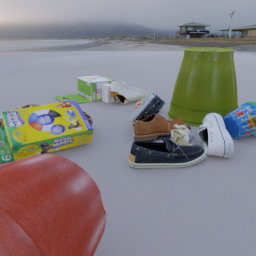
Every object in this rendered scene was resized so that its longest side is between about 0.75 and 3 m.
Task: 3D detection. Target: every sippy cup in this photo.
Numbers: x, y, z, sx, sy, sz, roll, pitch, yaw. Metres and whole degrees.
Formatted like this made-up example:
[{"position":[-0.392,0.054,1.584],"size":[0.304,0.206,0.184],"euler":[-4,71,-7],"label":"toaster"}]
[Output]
[{"position":[3.907,-0.193,9.573],"size":[1.129,1.540,1.209],"euler":[-21,54,-21],"label":"sippy cup"}]

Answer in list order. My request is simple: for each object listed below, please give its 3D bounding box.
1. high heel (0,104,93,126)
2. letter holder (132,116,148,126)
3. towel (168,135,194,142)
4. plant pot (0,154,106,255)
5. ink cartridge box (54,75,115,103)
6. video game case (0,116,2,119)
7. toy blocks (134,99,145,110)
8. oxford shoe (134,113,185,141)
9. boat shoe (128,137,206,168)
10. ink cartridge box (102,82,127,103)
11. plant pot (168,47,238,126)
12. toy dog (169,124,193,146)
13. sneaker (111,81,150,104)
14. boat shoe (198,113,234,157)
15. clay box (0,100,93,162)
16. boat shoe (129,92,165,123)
[{"position":[-2.714,-0.244,9.617],"size":[2.054,1.029,2.881],"euler":[9,12,38],"label":"high heel"},{"position":[0.658,-0.252,10.509],"size":[0.744,0.526,1.046],"euler":[-11,22,-23],"label":"letter holder"},{"position":[1.820,0.312,9.595],"size":[0.783,0.093,0.567],"euler":[12,20,26],"label":"towel"},{"position":[-1.468,1.475,3.295],"size":[2.420,2.420,2.354],"euler":[5,12,15],"label":"plant pot"},{"position":[-2.339,-2.081,14.894],"size":[2.744,1.039,2.028],"euler":[-10,22,-28],"label":"ink cartridge box"},{"position":[-5.111,-0.200,10.914],"size":[1.207,0.147,1.689],"euler":[17,26,40],"label":"video game case"},{"position":[0.774,-0.874,12.323],"size":[1.100,0.479,1.320],"euler":[9,21,22],"label":"toy blocks"},{"position":[1.148,-0.141,9.688],"size":[2.251,0.802,0.803],"euler":[-12,10,-38],"label":"oxford shoe"},{"position":[1.111,0.640,7.725],"size":[2.248,0.700,0.838],"euler":[-2,18,-10],"label":"boat shoe"},{"position":[-0.673,-1.822,14.370],"size":[1.240,0.906,0.523],"euler":[-15,24,-34],"label":"ink cartridge box"},{"position":[3.188,-1.839,11.531],"size":[2.940,2.831,2.940],"euler":[0,19,0],"label":"plant pot"},{"position":[1.765,0.194,9.057],"size":[0.829,0.596,0.855],"euler":[21,33,13],"label":"toy dog"},{"position":[0.110,-1.588,14.148],"size":[2.345,0.993,0.854],"euler":[13,-6,-30],"label":"sneaker"},{"position":[2.610,0.115,8.894],"size":[0.805,0.887,2.411],"euler":[1,20,1],"label":"boat shoe"},{"position":[-2.655,0.021,8.602],"size":[2.753,0.655,1.582],"euler":[-13,47,-27],"label":"clay box"},{"position":[0.687,-0.588,10.159],"size":[0.655,1.442,0.510],"euler":[35,28,-12],"label":"boat shoe"}]
